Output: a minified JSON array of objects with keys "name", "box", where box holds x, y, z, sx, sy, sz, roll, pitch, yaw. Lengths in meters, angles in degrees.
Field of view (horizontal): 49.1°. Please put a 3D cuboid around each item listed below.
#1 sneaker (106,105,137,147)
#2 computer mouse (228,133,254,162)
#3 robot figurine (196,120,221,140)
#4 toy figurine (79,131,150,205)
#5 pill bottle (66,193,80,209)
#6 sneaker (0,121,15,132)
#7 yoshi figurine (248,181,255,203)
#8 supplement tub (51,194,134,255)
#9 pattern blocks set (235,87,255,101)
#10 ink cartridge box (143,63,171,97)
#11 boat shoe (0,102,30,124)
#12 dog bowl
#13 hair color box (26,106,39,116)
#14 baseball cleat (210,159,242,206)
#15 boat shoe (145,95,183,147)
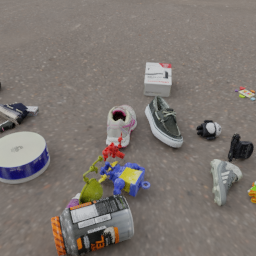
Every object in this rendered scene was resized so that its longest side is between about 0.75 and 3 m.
[{"name":"sneaker","box":[-0.212,-0.376,11.251,1.086,1.178,2.670,4,30,4]},{"name":"computer mouse","box":[3.965,0.715,9.977,1.481,1.026,0.390,9,8,-41]},{"name":"robot figurine","box":[3.240,0.072,11.200,0.942,0.708,0.588,-2,14,-2]},{"name":"toy figurine","box":[-0.110,1.484,8.578,1.646,1.449,2.747,22,31,12]},{"name":"pill bottle","box":[-1.534,2.336,8.188,0.476,0.476,0.847,11,37,15]},{"name":"sneaker","box":[-5.032,-0.042,11.615,0.402,0.287,0.811,8,32,19]},{"name":"yoshi figurine","box":[4.184,1.915,8.781,0.549,0.551,0.981,37,45,19]},{"name":"supplement tub","box":[-0.925,2.539,7.298,1.958,1.200,1.200,-13,38,-15]},{"name":"pattern blocks set","box":[5.995,-1.740,14.125,1.042,0.096,1.186,-30,46,-34]},{"name":"ink cartridge box","box":[1.523,-2.492,14.321,1.338,0.776,1.854,4,47,4]},{"name":"boat shoe","box":[-5.115,-0.820,12.283,1.746,0.652,0.810,26,60,19]},{"name":"dog bowl","box":[-3.782,0.988,9.796,1.941,0.765,1.941,0,36,0]},{"name":"hair color box","box":[-4.522,-0.772,12.651,0.853,0.259,0.422,2,36,5]},{"name":"baseball cleat","box":[3.171,1.673,8.931,1.033,0.677,1.940,5,37,7]},{"name":"boat shoe","box":[1.443,-0.387,11.265,1.030,1.014,2.859,7,32,-27]}]
